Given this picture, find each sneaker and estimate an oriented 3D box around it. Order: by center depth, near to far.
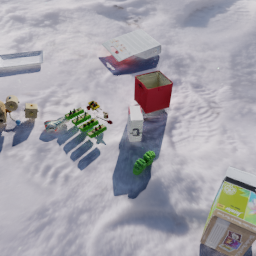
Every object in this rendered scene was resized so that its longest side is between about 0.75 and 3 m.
[{"bbox_3d":[-2.529,-0.097,10.090,0.938,0.330,0.439,-13,63,-13],"label":"sneaker"}]

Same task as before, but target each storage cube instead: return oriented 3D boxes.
[{"bbox_3d":[0.944,-1.362,10.578,1.232,1.107,1.053,-16,43,-20],"label":"storage cube"}]

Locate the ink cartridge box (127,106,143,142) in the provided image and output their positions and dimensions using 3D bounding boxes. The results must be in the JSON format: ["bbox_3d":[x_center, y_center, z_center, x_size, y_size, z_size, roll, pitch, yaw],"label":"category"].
[{"bbox_3d":[0.235,-0.141,9.594,0.433,1.027,0.744,-2,46,-6],"label":"ink cartridge box"}]

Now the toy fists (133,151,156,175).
[{"bbox_3d":[0.509,1.083,8.795,0.323,0.478,0.939,35,56,29],"label":"toy fists"}]

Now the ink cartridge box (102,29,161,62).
[{"bbox_3d":[0.157,-3.874,13.587,2.320,0.548,1.857,-26,52,-16],"label":"ink cartridge box"}]

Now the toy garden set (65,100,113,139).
[{"bbox_3d":[-1.278,-0.416,9.938,1.302,0.312,1.562,-31,51,-33],"label":"toy garden set"}]

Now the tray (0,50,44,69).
[{"bbox_3d":[-4.963,-3.137,13.012,2.098,0.233,1.126,-9,48,-9],"label":"tray"}]

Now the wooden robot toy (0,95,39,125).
[{"bbox_3d":[-4.703,-0.783,10.237,2.685,1.183,1.218,-11,37,-11],"label":"wooden robot toy"}]

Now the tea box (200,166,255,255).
[{"bbox_3d":[2.657,2.129,7.022,1.056,1.580,1.555,20,49,18],"label":"tea box"}]
